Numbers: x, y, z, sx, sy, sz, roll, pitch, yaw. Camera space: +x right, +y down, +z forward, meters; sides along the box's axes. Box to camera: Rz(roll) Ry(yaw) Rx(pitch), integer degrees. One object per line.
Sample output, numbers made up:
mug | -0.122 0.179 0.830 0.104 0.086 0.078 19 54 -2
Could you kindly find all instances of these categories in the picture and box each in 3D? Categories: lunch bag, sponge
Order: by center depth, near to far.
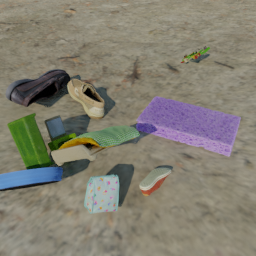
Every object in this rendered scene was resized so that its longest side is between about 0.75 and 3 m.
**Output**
lunch bag | -0.533 1.345 5.866 0.644 0.756 0.461 3 8 -30
sponge | 1.766 -0.145 8.187 2.712 0.404 1.513 16 41 20

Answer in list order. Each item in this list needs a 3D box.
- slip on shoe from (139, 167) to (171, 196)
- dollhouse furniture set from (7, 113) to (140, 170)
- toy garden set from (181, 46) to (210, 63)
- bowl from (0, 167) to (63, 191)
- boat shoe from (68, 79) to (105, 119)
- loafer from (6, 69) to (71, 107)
slip on shoe | 0.648 1.220 6.509 0.392 0.324 1.058 9 28 39
dollhouse furniture set | -1.220 0.024 6.209 2.414 1.211 1.581 -13 8 41
toy garden set | 2.618 -2.963 11.353 1.126 0.225 0.938 -11 25 50
bowl | -2.108 1.089 5.889 1.467 1.467 0.288 -8 79 -10
boat shoe | -1.303 -1.115 9.019 0.724 0.655 2.032 -12 44 -37
loafer | -2.678 -1.232 9.076 0.805 0.919 2.556 36 34 14
